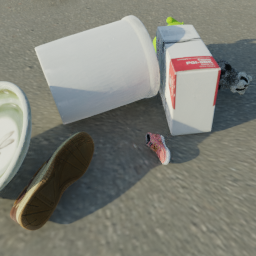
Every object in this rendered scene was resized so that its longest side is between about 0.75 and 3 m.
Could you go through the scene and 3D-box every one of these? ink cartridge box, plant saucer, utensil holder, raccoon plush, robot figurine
[{"bbox_3d":[1.685,-1.583,8.644,1.238,2.193,2.988,-6,42,0],"label":"ink cartridge box"},{"bbox_3d":[-3.211,0.377,6.627,2.986,0.749,2.986,-11,66,25],"label":"plant saucer"},{"bbox_3d":[-0.936,-1.697,8.460,2.990,2.541,2.541,-21,45,-11],"label":"utensil holder"},{"bbox_3d":[3.433,-1.951,9.737,1.299,0.938,1.939,11,43,-26],"label":"raccoon plush"},{"bbox_3d":[1.706,-3.365,10.997,1.185,1.797,2.048,-2,-3,-16],"label":"robot figurine"}]

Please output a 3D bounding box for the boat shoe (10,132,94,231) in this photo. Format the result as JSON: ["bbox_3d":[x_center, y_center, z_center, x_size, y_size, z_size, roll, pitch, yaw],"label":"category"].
[{"bbox_3d":[-1.764,1.097,6.542,0.918,0.920,2.550,-1,48,44],"label":"boat shoe"}]

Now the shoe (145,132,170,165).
[{"bbox_3d":[0.771,0.536,7.539,0.490,0.385,1.076,16,34,-20],"label":"shoe"}]
